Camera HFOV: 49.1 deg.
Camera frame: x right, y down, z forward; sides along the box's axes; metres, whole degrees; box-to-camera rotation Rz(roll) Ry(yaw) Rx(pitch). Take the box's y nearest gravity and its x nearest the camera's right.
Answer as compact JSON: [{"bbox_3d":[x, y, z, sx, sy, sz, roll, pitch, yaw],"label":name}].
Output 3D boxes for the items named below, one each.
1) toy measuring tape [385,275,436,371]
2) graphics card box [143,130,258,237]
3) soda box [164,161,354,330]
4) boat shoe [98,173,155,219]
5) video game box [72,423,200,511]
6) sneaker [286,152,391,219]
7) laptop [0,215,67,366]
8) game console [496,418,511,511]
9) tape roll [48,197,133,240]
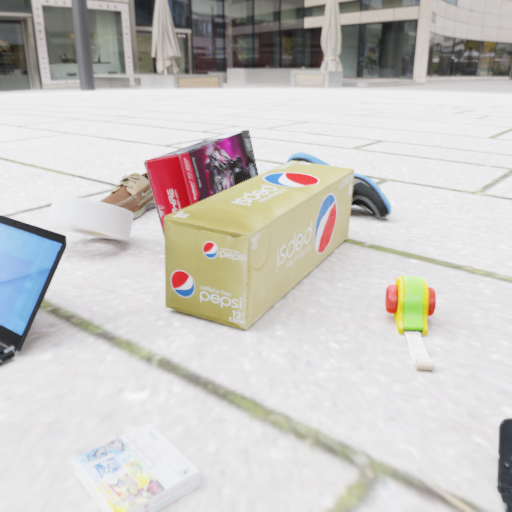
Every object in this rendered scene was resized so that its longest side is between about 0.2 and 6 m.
[{"bbox_3d":[2.215,0.779,7.851,0.761,0.761,2.068,2,21,6],"label":"toy measuring tape"},{"bbox_3d":[-0.868,-1.298,11.327,0.820,2.023,3.225,-6,16,24],"label":"graphics card box"},{"bbox_3d":[0.283,-0.460,9.820,1.457,1.541,4.551,13,24,24],"label":"soda box"},{"bbox_3d":[-3.002,-1.521,13.449,1.005,0.953,2.653,9,23,21],"label":"boat shoe"},{"bbox_3d":[-1.133,2.039,5.267,0.850,0.218,0.933,-14,25,-37],"label":"video game box"},{"bbox_3d":[1.855,-1.482,13.393,2.887,1.196,1.024,25,-15,20],"label":"sneaker"},{"bbox_3d":[-4.327,0.539,7.451,2.487,1.450,2.807,14,25,34],"label":"laptop"},{"bbox_3d":[2.753,1.996,4.813,1.147,1.009,0.667,4,-7,8],"label":"game console"},{"bbox_3d":[-3.240,-0.717,11.054,1.578,0.552,1.578,9,-6,1],"label":"tape roll"}]
